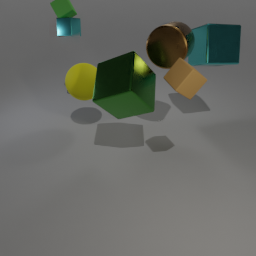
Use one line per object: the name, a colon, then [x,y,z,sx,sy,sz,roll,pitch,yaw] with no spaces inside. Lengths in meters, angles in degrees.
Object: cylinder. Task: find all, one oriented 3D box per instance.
cylinder: [1.484,-2.870,9.637,1.400,1.400,1.400,12,28,18]

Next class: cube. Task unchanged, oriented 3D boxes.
cube: [1.536,-1.324,7.544,0.700,0.700,0.700,21,27,-41]
cube: [-2.637,-4.897,11.517,0.700,0.700,0.700,-28,4,8]
cube: [-2.385,-4.073,11.329,0.700,0.700,0.700,8,20,23]
cube: [-0.077,-1.268,8.725,1.400,1.400,1.400,-11,62,32]
cube: [3.247,-3.103,10.665,1.400,1.400,1.400,-4,10,-16]

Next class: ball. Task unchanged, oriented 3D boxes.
ball: [-1.660,-1.740,10.586,1.400,1.400,1.400,0,32,0]
